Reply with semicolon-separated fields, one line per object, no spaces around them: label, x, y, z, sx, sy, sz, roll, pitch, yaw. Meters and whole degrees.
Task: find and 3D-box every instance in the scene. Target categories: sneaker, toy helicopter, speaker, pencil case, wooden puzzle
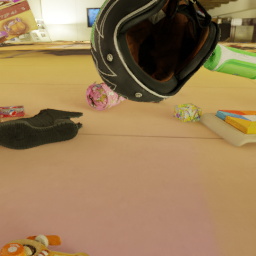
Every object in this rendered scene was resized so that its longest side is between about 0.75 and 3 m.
sneaker;-2.649;-0.070;8.700;2.872;0.863;1.498;-5;22;-25
toy helicopter;-1.223;1.932;4.242;1.322;0.521;0.874;9;12;-5
speaker;3.272;-1.982;8.470;1.927;0.852;0.852;7;19;-18
pencil case;-0.668;-1.601;12.084;1.120;1.171;2.706;-4;16;30
wooden puzzle;4.132;-0.160;9.308;2.674;0.498;2.474;-5;23;-13

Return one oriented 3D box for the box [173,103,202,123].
box;2.197;-0.571;10.386;0.735;0.465;0.763;-8;23;-18

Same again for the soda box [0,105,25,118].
soda box;-4.540;-0.619;10.661;1.117;0.354;0.391;-5;21;-10

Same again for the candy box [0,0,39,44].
candy box;-3.551;-2.968;7.417;1.579;0.764;2.706;-28;39;-15

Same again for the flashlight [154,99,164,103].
flashlight;0.888;-1.646;12.947;0.626;0.628;1.848;-31;30;-10

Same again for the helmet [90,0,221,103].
helmet;0.429;-2.027;6.634;2.833;2.700;2.833;36;20;-15
